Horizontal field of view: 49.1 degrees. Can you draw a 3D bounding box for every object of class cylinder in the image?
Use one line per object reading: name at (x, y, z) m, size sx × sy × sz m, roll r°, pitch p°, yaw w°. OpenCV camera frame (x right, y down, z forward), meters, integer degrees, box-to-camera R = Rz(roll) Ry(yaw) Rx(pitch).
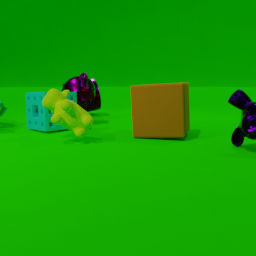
cylinder at (-1.979, -1.325, 11.947) m, size 1.368 × 1.368 × 1.368 m, roll -13°, pitch 13°, yaw -17°

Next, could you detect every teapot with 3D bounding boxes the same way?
teapot at (-1.636, -1.085, 9.503) m, size 1.162 × 1.868 × 0.915 m, roll -4°, pitch 44°, yaw -29°

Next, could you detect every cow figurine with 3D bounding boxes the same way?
cow figurine at (-1.445, -0.390, 6.846) m, size 1.376 × 0.755 × 1.353 m, roll 34°, pitch 8°, yaw -12°

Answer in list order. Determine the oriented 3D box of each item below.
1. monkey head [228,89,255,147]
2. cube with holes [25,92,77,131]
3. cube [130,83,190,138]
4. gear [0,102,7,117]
monkey head at (2.615, -0.309, 5.866) m, size 1.070 × 1.487 × 0.896 m, roll 45°, pitch 9°, yaw 21°
cube with holes at (-2.270, -0.523, 8.341) m, size 1.073 × 1.073 × 1.073 m, roll 6°, pitch 9°, yaw 43°
cube at (0.904, -0.498, 7.427) m, size 1.326 × 1.326 × 1.326 m, roll -1°, pitch 9°, yaw 18°
gear at (-4.675, -0.915, 8.915) m, size 1.587 × 0.294 × 1.587 m, roll 24°, pitch -18°, yaw 8°
